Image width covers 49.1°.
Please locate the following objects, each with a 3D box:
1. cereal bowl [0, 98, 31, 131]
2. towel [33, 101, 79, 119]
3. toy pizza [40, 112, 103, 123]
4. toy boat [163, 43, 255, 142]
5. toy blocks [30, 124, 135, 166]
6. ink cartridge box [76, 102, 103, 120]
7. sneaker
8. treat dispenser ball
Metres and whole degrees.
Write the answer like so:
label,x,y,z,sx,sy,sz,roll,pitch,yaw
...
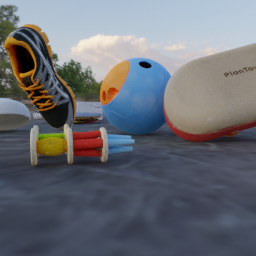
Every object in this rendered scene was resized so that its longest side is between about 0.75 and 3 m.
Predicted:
label,x,y,z,sx,sy,sz,roll,pitch,yaw
cereal bowl,-2.647,-0.319,5.908,1.129,0.470,1.129,-10,-13,-2
towel,-3.345,-0.891,13.665,1.718,0.888,2.075,1,4,30
toy pizza,-1.932,-0.343,9.698,2.155,0.341,2.155,-1,5,0
toy boat,1.638,-0.374,4.506,2.129,1.389,1.392,-15,-40,-1
toy blocks,-0.455,0.139,2.744,0.910,0.331,0.759,-1,5,-15
ink cartridge box,-2.117,-0.720,12.014,1.322,0.763,1.810,-3,5,-40
sneaker,-1.305,-0.647,4.104,0.645,1.648,0.636,-16,20,18
treat dispenser ball,0.195,-0.608,5.429,1.480,1.480,1.480,0,4,0
